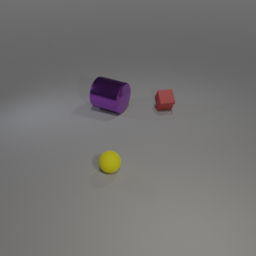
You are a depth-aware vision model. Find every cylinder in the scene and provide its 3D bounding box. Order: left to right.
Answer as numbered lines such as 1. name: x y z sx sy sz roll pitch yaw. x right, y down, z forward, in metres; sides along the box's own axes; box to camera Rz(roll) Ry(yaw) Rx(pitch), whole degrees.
1. cylinder: -0.788 -1.497 12.614 1.400 1.400 1.400 17 33 20

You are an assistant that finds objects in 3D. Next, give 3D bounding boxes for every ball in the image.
1. ball: -0.573 1.069 8.843 0.700 0.700 0.700 0 29 0

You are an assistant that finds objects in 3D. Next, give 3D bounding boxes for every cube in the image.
1. cube: 1.674 -1.281 12.785 0.700 0.700 0.700 -5 68 -10
